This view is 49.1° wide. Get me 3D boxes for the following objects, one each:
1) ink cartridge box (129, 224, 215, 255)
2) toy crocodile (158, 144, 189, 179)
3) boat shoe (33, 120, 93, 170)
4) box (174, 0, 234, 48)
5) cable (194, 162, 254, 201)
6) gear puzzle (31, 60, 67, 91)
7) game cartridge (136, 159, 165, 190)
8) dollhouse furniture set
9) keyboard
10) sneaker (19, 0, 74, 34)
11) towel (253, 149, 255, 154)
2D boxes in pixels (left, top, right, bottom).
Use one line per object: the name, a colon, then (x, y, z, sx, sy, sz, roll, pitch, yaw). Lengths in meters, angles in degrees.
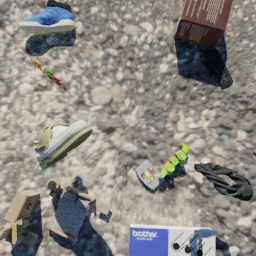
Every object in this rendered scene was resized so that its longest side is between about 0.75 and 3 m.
ink cartridge box: (1.493, 4.151, 9.701, 2.924, 0.647, 1.375, 2, 80, 0)
toy crocodile: (1.659, 1.234, 10.234, 1.605, 0.542, 0.495, -44, 74, -9)
boat shoe: (-2.011, 0.343, 7.828, 1.058, 2.831, 0.968, -29, 87, -44)
box: (2.824, -4.167, 10.649, 1.714, 1.422, 1.408, 16, 81, 3)
cable: (2.658, 1.431, 7.697, 1.556, 1.907, 0.484, 30, 105, 39)
gear puzzle: (-2.194, -1.521, 7.760, 0.177, 1.354, 0.701, -49, 58, 0)
game cartridge: (0.788, 1.749, 10.332, 0.673, 0.207, 1.011, -43, 83, -2)
dollhouse furniture set: (-2.440, 3.231, 9.456, 2.940, 1.435, 2.507, 23, 82, 4)
keyboard: (3.479, -2.357, 10.935, 0.820, 0.312, 1.575, -24, 81, -4)
sneaker: (-3.210, -4.420, 10.992, 2.081, 0.799, 1.158, -7, 87, -5)
towel: (5.459, 0.965, 10.479, 1.251, 0.142, 0.901, 41, 84, 6)
